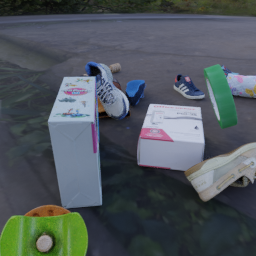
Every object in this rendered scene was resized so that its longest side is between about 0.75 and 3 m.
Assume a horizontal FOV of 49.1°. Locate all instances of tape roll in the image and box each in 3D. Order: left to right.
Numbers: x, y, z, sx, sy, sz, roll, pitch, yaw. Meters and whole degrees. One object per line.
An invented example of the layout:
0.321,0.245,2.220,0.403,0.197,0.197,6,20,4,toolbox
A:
2.737,-0.927,8.342,0.451,1.877,1.877,-18,24,13,tape roll

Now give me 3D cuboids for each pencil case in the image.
5.265,-1.785,11.863,2.235,0.929,1.014,7,37,14,pencil case

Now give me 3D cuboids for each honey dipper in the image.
-1.373,-2.953,14.713,2.345,0.445,0.445,-25,36,-37,honey dipper

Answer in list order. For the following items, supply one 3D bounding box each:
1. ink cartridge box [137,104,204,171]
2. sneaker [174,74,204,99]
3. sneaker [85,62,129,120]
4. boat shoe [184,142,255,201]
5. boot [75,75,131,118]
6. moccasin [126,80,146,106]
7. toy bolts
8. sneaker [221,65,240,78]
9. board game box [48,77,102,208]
1.258,0.177,8.072,1.672,0.945,2.282,5,28,9,ink cartridge box
2.621,-1.844,12.159,0.696,0.785,1.857,-14,31,-25,sneaker
-0.816,-1.255,9.284,2.317,0.893,0.987,59,18,22,sneaker
2.550,1.018,6.683,2.666,0.962,0.866,-12,66,-33,boat shoe
-1.368,-1.062,10.945,2.557,0.930,2.716,2,34,-12,boot
0.246,-1.475,11.596,0.819,0.694,2.036,1,25,17,moccasin
-1.931,2.323,4.003,2.500,1.734,2.388,4,67,-12,toy bolts
4.810,-2.755,13.962,1.539,0.735,0.610,5,28,9,sneaker
-1.163,0.154,6.852,0.924,2.120,2.874,-3,28,-6,board game box
